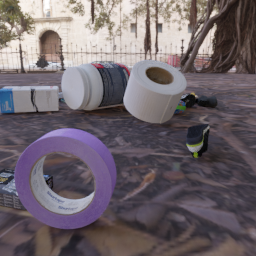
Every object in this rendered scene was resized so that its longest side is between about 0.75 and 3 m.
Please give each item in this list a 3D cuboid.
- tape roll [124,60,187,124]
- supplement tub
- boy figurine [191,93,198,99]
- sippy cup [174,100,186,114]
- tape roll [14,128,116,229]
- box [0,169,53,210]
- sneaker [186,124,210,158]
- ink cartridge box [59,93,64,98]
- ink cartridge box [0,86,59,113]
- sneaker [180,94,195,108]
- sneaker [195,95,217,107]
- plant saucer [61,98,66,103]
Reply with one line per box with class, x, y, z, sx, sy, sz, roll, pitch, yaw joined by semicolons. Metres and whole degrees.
tape roll;0.915;-1.301;9.798;1.944;1.334;1.944;9;44;-9
supplement tub;-1.261;-1.872;12.536;2.880;2.021;2.021;-12;18;-42
boy figurine;3.265;-1.566;14.612;0.816;0.423;1.312;-11;9;33
sippy cup;1.967;-0.892;11.543;0.680;0.728;0.927;4;45;-32
tape roll;-0.808;0.668;3.724;1.274;1.274;0.418;2;14;6
box;-1.877;0.981;4.605;1.002;0.249;0.790;5;15;16
sneaker;1.649;0.310;6.628;0.496;0.573;1.384;-9;14;29
ink cartridge box;-3.628;-1.817;15.565;1.490;0.323;1.463;-2;8;0
ink cartridge box;-4.275;-1.308;12.395;2.373;0.999;1.716;-3;14;-13
sneaker;2.307;-1.277;12.989;1.768;0.667;1.017;-15;22;-41
sneaker;3.696;-1.221;13.345;0.643;0.538;1.416;-16;13;-18
plant saucer;-2.885;-1.443;14.742;1.247;0.171;1.247;0;14;0
